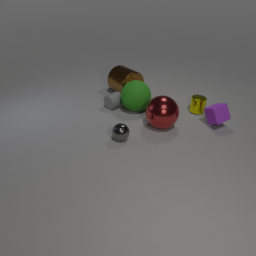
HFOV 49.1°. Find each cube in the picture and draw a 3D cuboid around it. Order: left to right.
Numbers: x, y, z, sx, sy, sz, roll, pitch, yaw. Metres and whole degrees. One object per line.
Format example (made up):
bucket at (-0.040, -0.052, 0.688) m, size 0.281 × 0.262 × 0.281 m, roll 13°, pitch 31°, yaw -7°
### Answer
cube at (3.737, -0.602, 11.724) m, size 0.700 × 0.700 × 0.700 m, roll -22°, pitch 11°, yaw -17°

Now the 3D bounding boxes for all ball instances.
ball at (-0.286, 0.166, 10.919) m, size 0.700 × 0.700 × 0.700 m, roll 0°, pitch 31°, yaw 0°
ball at (0.367, -1.480, 12.874) m, size 1.400 × 1.400 × 1.400 m, roll 0°, pitch 31°, yaw 0°
ball at (1.415, -0.649, 11.601) m, size 1.400 × 1.400 × 1.400 m, roll 0°, pitch 31°, yaw 0°

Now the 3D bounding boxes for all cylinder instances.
cylinder at (-0.677, -1.303, 13.334) m, size 0.700 × 0.700 × 0.700 m, roll -27°, pitch 40°, yaw -36°
cylinder at (-0.121, -2.387, 14.453) m, size 1.400 × 1.400 × 1.400 m, roll -21°, pitch 37°, yaw -31°
cylinder at (3.241, -1.095, 12.970) m, size 0.700 × 0.700 × 0.700 m, roll 4°, pitch 30°, yaw -2°
